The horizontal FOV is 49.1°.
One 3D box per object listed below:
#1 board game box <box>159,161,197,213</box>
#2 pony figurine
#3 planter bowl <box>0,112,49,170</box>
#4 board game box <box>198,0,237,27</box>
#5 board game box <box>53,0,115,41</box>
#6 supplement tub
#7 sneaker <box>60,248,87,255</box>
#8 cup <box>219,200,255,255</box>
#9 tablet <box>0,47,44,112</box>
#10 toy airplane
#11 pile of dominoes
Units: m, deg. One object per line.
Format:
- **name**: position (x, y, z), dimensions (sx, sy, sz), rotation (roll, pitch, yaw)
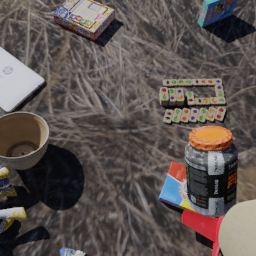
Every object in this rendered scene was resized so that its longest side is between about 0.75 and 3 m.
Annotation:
- **board game box**: position (1.741, 1.714, 7.729), dimensions (1.498, 0.302, 1.146), rotation (20, 65, 10)
- **pony figurine**: position (-4.084, 1.901, 6.967), dimensions (2.434, 2.027, 2.350), rotation (-21, 73, -27)
- **planter bowl**: position (-2.991, 0.485, 7.823), dimensions (1.605, 1.080, 1.605), rotation (5, 49, -6)
- **board game box**: position (3.383, -4.500, 10.469), dimensions (1.421, 1.080, 0.320), rotation (-25, 66, -13)
- **board game box**: position (-1.671, -4.298, 10.717), dimensions (1.887, 0.437, 1.429), rotation (29, 67, 14)
- **supplement tub**: position (1.582, 0.813, 5.341), dimensions (0.955, 1.559, 0.955), rotation (-7, 25, 3)
- **sneaker**: position (-1.722, 3.733, 6.569), dimensions (0.805, 0.728, 1.889), rotation (18, 57, 20)
- **cup**: position (2.210, 1.836, 4.294), dimensions (1.840, 1.840, 1.316), rotation (-42, 27, -19)
- **tablet**: position (-4.287, -1.754, 9.579), dimensions (2.550, 0.174, 1.659), rotation (36, 68, 16)
- **toy airplane**: position (2.178, 2.895, 6.916), dimensions (2.113, 0.389, 2.113), rotation (2, 75, -8)
- **pile of dominoes**: position (2.125, -0.971, 9.079), dimensions (2.163, 0.344, 1.686), rotation (-2, 63, 0)
